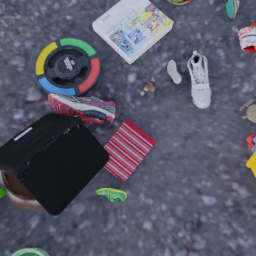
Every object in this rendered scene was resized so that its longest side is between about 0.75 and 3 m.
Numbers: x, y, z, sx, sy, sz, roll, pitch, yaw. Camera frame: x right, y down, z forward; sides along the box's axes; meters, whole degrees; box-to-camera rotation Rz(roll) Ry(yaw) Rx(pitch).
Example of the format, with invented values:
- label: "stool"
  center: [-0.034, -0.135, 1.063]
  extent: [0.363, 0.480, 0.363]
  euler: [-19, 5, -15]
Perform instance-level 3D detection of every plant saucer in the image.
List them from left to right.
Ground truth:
- label: "plant saucer"
  center: [-3.181, 1.350, 9.744]
  extent: [2.944, 0.472, 2.944]
  euler: [0, 76, 0]

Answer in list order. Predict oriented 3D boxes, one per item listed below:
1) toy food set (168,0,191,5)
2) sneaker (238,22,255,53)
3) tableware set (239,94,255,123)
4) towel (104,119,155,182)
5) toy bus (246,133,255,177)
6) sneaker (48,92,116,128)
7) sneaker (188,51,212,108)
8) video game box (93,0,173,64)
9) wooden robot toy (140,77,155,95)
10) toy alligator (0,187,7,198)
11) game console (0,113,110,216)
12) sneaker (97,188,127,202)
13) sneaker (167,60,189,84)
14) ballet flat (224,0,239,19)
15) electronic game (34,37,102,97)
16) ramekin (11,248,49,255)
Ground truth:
- label: "toy food set"
  center: [2.154, -5.724, 11.732]
  extent: [1.296, 0.315, 1.283]
  euler: [-28, 77, -8]
- label: "sneaker"
  center: [5.350, -3.538, 10.987]
  extent: [2.044, 0.682, 1.095]
  euler: [-3, 83, -5]
- label: "tableware set"
  center: [5.054, -0.753, 10.384]
  extent: [1.682, 0.337, 1.112]
  euler: [-39, 66, -16]
- label: "towel"
  center: [-0.080, 0.777, 10.019]
  extent: [1.378, 0.214, 1.905]
  euler: [38, 80, 7]
- label: "toy bus"
  center: [5.260, 0.948, 9.403]
  extent: [2.424, 1.645, 2.327]
  euler: [-22, 60, -8]
- label: "sneaker"
  center: [-1.665, -0.771, 10.123]
  extent: [2.478, 0.999, 0.925]
  euler: [18, 59, -2]
- label: "sneaker"
  center: [2.564, -1.778, 10.154]
  extent: [0.756, 1.156, 2.012]
  euler: [-7, 72, 19]
- label: "video game box"
  center: [0.201, -4.059, 11.156]
  extent: [2.391, 0.560, 2.178]
  euler: [-42, 77, -10]
- label: "wooden robot toy"
  center: [0.845, -1.513, 10.592]
  extent: [0.376, 0.365, 0.829]
  euler: [38, 78, -2]
- label: "toy alligator"
  center: [-5.289, 2.762, 9.234]
  extent: [2.849, 0.845, 0.773]
  euler: [-38, 37, -8]
- label: "game console"
  center: [-2.531, 0.996, 9.198]
  extent: [2.548, 1.686, 2.897]
  euler: [9, 38, 34]
- label: "sneaker"
  center: [-0.571, 2.283, 9.517]
  extent: [1.029, 0.381, 0.430]
  euler: [9, 71, 2]
- label: "sneaker"
  center: [1.936, -2.095, 10.732]
  extent: [0.606, 0.432, 1.221]
  euler: [11, 45, -32]
- label: "ballet flat"
  center: [4.268, -5.258, 11.500]
  extent: [0.540, 0.583, 1.653]
  euler: [-9, 78, -14]
- label: "electronic game"
  center: [-2.291, -2.310, 10.686]
  extent: [2.572, 0.535, 2.572]
  euler: [0, 74, 0]
- label: "ramekin"
  center: [-3.058, 4.483, 8.741]
  extent: [1.459, 0.713, 1.459]
  euler: [0, 75, 0]
